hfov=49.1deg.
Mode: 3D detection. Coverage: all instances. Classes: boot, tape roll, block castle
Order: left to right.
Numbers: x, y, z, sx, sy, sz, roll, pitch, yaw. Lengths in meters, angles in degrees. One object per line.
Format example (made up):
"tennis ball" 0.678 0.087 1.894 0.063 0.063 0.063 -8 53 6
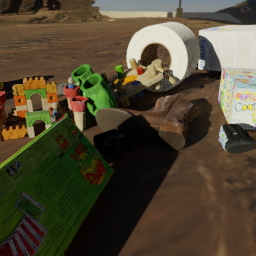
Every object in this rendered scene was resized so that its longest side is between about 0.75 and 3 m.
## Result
"block castle" -2.527 -0.639 7.809 2.634 1.235 1.760 -8 25 -16
"boot" -1.922 -1.605 10.676 1.216 0.645 1.848 11 24 29
"boot" 0.650 -0.444 7.841 2.421 0.834 2.597 19 31 9
"tape roll" 1.412 -2.833 11.096 2.496 2.496 1.714 12 28 25

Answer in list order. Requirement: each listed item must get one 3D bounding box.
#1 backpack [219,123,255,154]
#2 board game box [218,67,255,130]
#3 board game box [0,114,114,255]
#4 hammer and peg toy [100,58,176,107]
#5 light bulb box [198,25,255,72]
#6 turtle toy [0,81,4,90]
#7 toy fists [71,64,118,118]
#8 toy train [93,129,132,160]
"backpack" 2.534 0.234 6.741 0.719 0.677 0.881 -4 45 -4
"board game box" 3.600 -0.968 8.529 1.243 1.221 2.371 4 25 8
"board game box" -1.270 0.958 4.057 0.649 1.384 2.725 -33 11 27
"hammer and peg toy" 0.391 -1.827 9.931 2.573 0.907 1.893 -30 34 -15
"light bulb box" 5.333 -3.739 13.029 2.954 1.860 2.980 -23 29 -38
"turtle toy" -5.840 -1.788 10.533 1.509 1.046 2.070 5 25 12
"toy fists" -1.040 -1.046 8.699 0.880 1.305 2.560 -37 31 -4
"toy train" -1.138 0.602 5.658 2.987 0.684 0.510 -20 10 -37
